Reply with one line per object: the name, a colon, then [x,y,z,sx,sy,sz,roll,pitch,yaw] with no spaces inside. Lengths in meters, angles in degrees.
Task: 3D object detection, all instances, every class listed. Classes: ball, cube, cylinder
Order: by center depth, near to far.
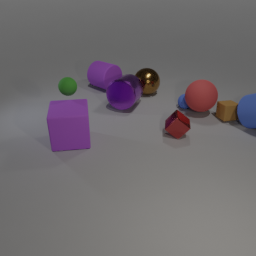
cube: [-2.146,-0.134,10.360,1.400,1.400,1.400,-4,31,-8]
ball: [-2.267,-1.561,10.536,0.700,0.700,0.700,0,29,0]
cube: [1.913,-0.136,10.820,0.700,0.700,0.700,36,31,-14]
cylinder: [5.302,-0.703,10.951,1.400,1.400,1.400,-14,4,-24]
cube: [4.304,-0.754,12.102,0.700,0.700,0.700,-6,23,-13]
ball: [3.201,-1.409,12.245,1.400,1.400,1.400,0,29,0]
cylinder: [-0.124,-1.700,13.070,1.400,1.400,1.400,9,23,16]
ball: [2.688,-1.249,13.151,0.700,0.700,0.700,0,29,0]
ball: [0.968,-2.413,14.557,1.400,1.400,1.400,0,29,0]
cylinder: [-1.270,-2.862,15.291,1.400,1.400,1.400,23,37,38]
